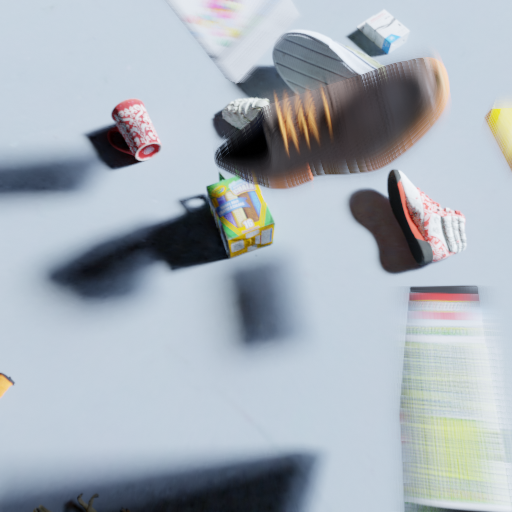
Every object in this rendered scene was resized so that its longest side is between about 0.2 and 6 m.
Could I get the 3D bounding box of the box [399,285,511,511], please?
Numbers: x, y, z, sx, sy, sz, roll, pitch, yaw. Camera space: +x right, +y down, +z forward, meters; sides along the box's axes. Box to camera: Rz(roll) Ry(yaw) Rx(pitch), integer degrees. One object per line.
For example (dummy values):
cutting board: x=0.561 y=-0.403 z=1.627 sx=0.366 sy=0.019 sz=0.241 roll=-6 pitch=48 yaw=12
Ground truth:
box: x=1.917 y=2.034 z=5.931 sx=0.610 sy=3.514 sz=1.934 roll=-2 pitch=55 yaw=11

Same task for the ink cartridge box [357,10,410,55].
ink cartridge box: x=2.701 y=-4.842 z=11.960 sx=0.572 sy=0.335 sz=0.987 roll=-37 pitch=71 yaw=-15

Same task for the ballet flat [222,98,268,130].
ballet flat: x=0.364 y=-2.656 z=10.815 sx=2.180 sy=0.782 sz=0.782 roll=24 pitch=69 yaw=11

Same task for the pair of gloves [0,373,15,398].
pair of gloves: x=-5.426 y=2.408 z=8.828 sx=2.741 sy=0.339 sz=2.442 roll=29 pitch=71 yaw=15

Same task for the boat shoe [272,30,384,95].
boat shoe: x=1.889 y=-3.401 z=11.040 sx=3.426 sy=1.233 sz=1.063 roll=35 pitch=37 yaw=15

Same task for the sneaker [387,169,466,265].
sneaker: x=3.079 y=-0.791 z=10.061 sx=0.991 sy=0.618 sz=1.850 roll=-14 pitch=71 yaw=-7

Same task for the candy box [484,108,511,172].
candy box: x=3.773 y=-1.217 z=7.399 sx=0.913 sy=0.236 sz=1.786 roll=-7 pitch=64 yaw=-16

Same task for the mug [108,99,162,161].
mug: x=-2.321 y=-2.337 z=10.810 sx=0.686 sy=0.913 sz=1.028 roll=-12 pitch=66 yaw=-45

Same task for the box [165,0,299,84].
box: x=-0.392 y=-3.743 z=8.158 sx=1.490 sy=1.911 sz=0.393 roll=-47 pitch=45 yaw=0

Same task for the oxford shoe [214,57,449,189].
oxford shoe: x=0.842 y=-1.647 z=7.505 sx=1.269 sy=3.482 sz=1.242 roll=-3 pitch=78 yaw=-43

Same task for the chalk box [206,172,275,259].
chalk box: x=-0.329 y=-0.848 z=9.925 sx=0.884 sy=0.890 sz=1.426 roll=-19 pitch=69 yaw=-8

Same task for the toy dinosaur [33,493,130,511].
toy dinosaur: x=-2.243 y=4.184 z=8.021 sx=2.136 sy=0.622 sz=1.080 roll=38 pitch=87 yaw=23
